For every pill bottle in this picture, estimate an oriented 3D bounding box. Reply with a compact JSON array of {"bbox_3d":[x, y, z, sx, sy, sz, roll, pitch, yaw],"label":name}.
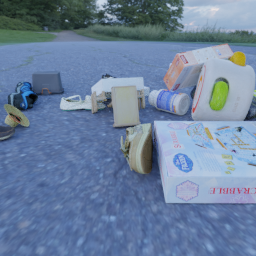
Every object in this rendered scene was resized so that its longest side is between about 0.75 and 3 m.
[{"bbox_3d":[1.474,-0.993,10.297,1.427,0.800,0.800,20,29,40],"label":"pill bottle"}]

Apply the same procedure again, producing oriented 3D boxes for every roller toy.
[{"bbox_3d":[2.898,-1.033,8.509,1.528,1.995,2.187,13,57,5],"label":"roller toy"}]

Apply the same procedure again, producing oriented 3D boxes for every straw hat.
[{"bbox_3d":[-3.627,-0.257,8.821,1.024,0.433,1.024,44,6,-6],"label":"straw hat"}]

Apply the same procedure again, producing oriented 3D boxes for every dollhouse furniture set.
[{"bbox_3d":[-0.260,-0.679,9.611,1.778,1.260,1.936,-5,0,-13],"label":"dollhouse furniture set"}]

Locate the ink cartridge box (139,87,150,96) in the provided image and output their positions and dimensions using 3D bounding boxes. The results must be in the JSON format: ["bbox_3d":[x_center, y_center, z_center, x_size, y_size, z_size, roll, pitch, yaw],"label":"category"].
[{"bbox_3d":[0.476,-1.694,12.728,0.630,0.369,0.872,-14,26,-34],"label":"ink cartridge box"}]

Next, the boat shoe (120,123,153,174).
[{"bbox_3d":[0.198,0.454,6.634,0.747,0.873,2.383,-2,11,7],"label":"boat shoe"}]

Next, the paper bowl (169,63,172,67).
[{"bbox_3d":[3.178,-2.914,14.997,1.948,1.013,1.948,0,20,0],"label":"paper bowl"}]

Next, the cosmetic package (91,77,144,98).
[{"bbox_3d":[-0.480,-1.570,11.197,1.607,0.551,2.131,-8,2,-18],"label":"cosmetic package"}]

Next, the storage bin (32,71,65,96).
[{"bbox_3d":[-3.735,-2.064,12.849,1.474,0.990,1.073,-2,21,-4],"label":"storage bin"}]

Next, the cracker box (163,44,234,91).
[{"bbox_3d":[2.413,-2.079,9.673,2.083,1.395,0.601,-16,69,-21],"label":"cracker box"}]

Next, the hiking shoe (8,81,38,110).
[{"bbox_3d":[-4.042,-1.230,11.168,0.947,0.813,2.185,6,29,-8],"label":"hiking shoe"}]

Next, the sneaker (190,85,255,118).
[{"bbox_3d":[3.480,-1.050,10.190,1.179,1.076,2.912,-23,29,-40],"label":"sneaker"}]

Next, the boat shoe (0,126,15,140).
[{"bbox_3d":[-3.989,0.059,7.890,1.495,0.548,0.557,-5,23,-9],"label":"boat shoe"}]

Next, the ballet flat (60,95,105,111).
[{"bbox_3d":[-1.707,-0.956,10.561,1.702,0.591,0.591,-2,21,-6],"label":"ballet flat"}]

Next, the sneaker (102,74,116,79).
[{"bbox_3d":[-1.015,-2.773,15.416,0.958,0.468,0.339,0,18,-5],"label":"sneaker"}]

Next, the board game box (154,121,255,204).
[{"bbox_3d":[2.171,0.600,6.400,2.976,0.614,2.983,0,21,1],"label":"board game box"}]
